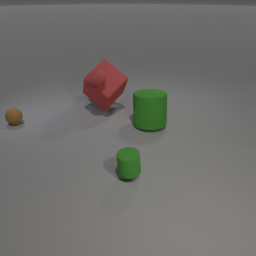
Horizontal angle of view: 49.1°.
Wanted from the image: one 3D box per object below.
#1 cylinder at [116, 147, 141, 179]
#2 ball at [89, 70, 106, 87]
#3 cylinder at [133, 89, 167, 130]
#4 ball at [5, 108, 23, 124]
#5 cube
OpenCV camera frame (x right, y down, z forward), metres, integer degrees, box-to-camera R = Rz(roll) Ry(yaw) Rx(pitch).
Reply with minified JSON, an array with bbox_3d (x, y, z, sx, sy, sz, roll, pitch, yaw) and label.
[{"bbox_3d":[0.028,1.046,8.434,0.700,0.700,0.700,-4,29,2],"label":"cylinder"},{"bbox_3d":[-1.240,-2.017,11.414,0.700,0.700,0.700,0,27,0],"label":"ball"},{"bbox_3d":[0.919,-0.791,11.647,1.400,1.400,1.400,-2,22,1],"label":"cylinder"},{"bbox_3d":[-4.858,-0.503,11.924,0.700,0.700,0.700,0,27,0],"label":"ball"},{"bbox_3d":[-1.039,-1.909,12.576,1.400,1.400,1.400,39,68,5],"label":"cube"}]
